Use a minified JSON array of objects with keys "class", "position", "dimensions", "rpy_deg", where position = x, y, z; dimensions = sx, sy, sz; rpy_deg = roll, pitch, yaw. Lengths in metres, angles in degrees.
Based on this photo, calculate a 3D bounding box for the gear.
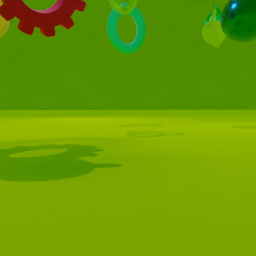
[{"class":"gear","position":[-1.412,-2.308,4.508],"dimensions":[1.571,1.571,0.291],"rpy_deg":[-3,29,-37]}]

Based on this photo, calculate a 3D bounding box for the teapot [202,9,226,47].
[{"class":"teapot","position":[2.835,-3.176,9.101],"dimensions":[0.785,1.262,0.618],"rpy_deg":[18,56,41]}]

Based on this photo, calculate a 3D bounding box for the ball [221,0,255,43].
[{"class":"ball","position":[2.257,-2.115,5.383],"dimensions":[0.907,0.907,0.907],"rpy_deg":[0,4,0]}]

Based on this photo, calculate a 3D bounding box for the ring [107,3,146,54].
[{"class":"ring","position":[-0.026,-3.698,10.458],"dimensions":[1.785,1.785,0.357],"rpy_deg":[-3,13,-40]}]

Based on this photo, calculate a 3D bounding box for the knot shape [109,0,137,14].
[{"class":"knot shape","position":[0.068,-3.776,7.601],"dimensions":[1.289,0.636,1.377],"rpy_deg":[-5,-22,-1]}]

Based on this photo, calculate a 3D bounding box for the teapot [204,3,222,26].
[{"class":"teapot","position":[3.005,-3.703,9.749],"dimensions":[0.794,1.277,0.625],"rpy_deg":[0,15,-21]}]

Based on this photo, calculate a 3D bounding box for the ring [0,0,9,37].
[{"class":"ring","position":[-3.989,-3.170,7.132],"dimensions":[0.401,2.007,2.007],"rpy_deg":[-19,-8,34]}]
